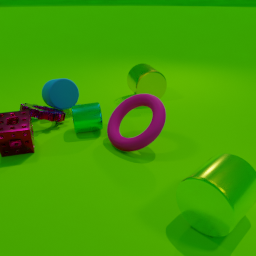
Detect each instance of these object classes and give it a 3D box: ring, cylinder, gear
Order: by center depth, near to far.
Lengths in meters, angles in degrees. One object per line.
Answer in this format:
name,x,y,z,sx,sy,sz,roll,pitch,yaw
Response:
cylinder,1.667,1.194,5.165,1.139,1.139,1.139,23,34,38
ring,0.204,-0.179,7.746,1.807,0.361,1.807,-18,51,24
cylinder,-1.251,-0.315,8.528,0.849,0.849,0.849,-8,27,-11
gear,-2.747,-0.507,9.064,1.404,0.260,1.404,14,8,-2
cylinder,-2.390,-1.196,9.849,1.046,1.046,1.046,-15,14,-28
cylinder,0.725,-1.799,11.124,1.267,1.267,1.267,-7,27,-15

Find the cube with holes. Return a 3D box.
cube with holes,-2.992,0.135,7.461,0.837,0.837,0.837,-7,42,-14
